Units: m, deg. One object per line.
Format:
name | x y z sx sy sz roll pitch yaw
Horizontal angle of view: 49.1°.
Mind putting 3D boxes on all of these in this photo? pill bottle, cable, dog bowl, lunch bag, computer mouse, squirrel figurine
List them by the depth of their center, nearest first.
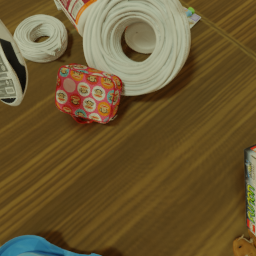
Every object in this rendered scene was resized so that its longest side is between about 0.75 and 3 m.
computer mouse | -2.215 -1.478 4.755 1.228 2.239 0.491 3 27 34
dog bowl | -1.402 3.160 5.570 2.781 0.689 1.550 14 65 6
squirrel figurine | 2.829 2.602 5.792 1.114 0.844 1.193 -25 64 -4
lunch bag | -1.040 -0.787 7.196 1.655 1.458 0.678 18 24 12
cable | 0.192 -2.264 7.251 2.797 0.968 2.797 -30 93 21
pill bottle | 0.628 -3.510 8.456 1.246 1.246 2.274 6 64 3
cable | -2.606 -2.719 8.481 1.572 0.544 1.572 6 64 5
pill bottle | -1.447 -4.013 8.581 1.371 1.371 2.503 -29 71 -13

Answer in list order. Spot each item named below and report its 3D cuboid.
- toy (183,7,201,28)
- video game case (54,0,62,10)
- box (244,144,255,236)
toy | 1.614 -3.400 8.922 0.810 0.332 1.407 39 70 17
video game case | -2.027 -4.488 9.568 1.016 0.116 0.925 -21 66 -9
box | 2.149 1.161 4.132 0.298 1.715 0.944 -21 31 -9
